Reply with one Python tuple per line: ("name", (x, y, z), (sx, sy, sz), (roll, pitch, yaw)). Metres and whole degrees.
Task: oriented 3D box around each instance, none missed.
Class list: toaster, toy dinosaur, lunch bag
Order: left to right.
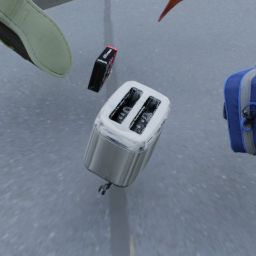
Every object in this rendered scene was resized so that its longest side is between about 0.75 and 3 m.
("toaster", (-0.025, 0.096, 5.025), (1.137, 1.293, 2.002), (28, 48, 9))
("toy dinosaur", (2.100, -4.347, 8.319), (2.176, 2.398, 1.259), (25, 40, 36))
("lunch bag", (2.640, -0.364, 5.028), (2.248, 1.527, 1.487), (-19, 14, -41))

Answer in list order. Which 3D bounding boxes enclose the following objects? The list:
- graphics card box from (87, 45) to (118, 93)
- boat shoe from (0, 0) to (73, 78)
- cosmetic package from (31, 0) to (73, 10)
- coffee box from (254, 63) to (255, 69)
("graphics card box", (-0.670, -1.613, 7.545), (0.344, 0.848, 1.352), (22, 33, -2))
("boat shoe", (-2.130, -2.014, 5.592), (0.823, 2.732, 0.974), (14, 69, 32))
("cosmetic package", (-2.382, -3.766, 6.881), (2.051, 0.703, 2.720), (-11, 2, 9))
("coffee box", (2.100, -0.589, 3.158), (0.823, 0.824, 0.815), (-15, 84, -2))
